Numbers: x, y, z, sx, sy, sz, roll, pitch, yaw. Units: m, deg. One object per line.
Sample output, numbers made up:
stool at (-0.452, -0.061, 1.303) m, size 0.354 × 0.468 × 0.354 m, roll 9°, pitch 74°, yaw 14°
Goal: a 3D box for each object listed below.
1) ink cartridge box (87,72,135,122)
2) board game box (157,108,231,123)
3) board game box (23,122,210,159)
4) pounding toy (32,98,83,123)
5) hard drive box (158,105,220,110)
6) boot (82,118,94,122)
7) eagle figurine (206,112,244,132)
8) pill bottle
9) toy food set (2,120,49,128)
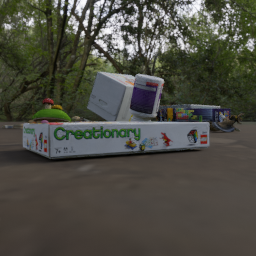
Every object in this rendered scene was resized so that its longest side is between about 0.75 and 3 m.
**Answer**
ink cartridge box at (-0.233, -1.320, 12.237) m, size 1.728 × 1.720 × 2.379 m, roll 31°, pitch 23°, yaw 30°
board game box at (2.468, -0.392, 11.287) m, size 2.311 × 0.793 × 2.796 m, roll -1°, pitch 2°, yaw -2°
board game box at (-0.136, 0.083, 3.047) m, size 1.742 × 0.302 × 1.100 m, roll -1°, pitch 1°, yaw -31°
pounding toy at (-3.177, -0.711, 12.700) m, size 2.205 × 1.023 × 1.702 m, roll 3°, pitch -12°, yaw -14°
hard drive box at (3.437, -0.697, 15.843) m, size 2.953 × 1.134 × 2.302 m, roll -1°, pitch 3°, yaw -44°
boot at (-2.368, -0.318, 17.085) m, size 0.784 × 0.406 × 1.200 m, roll 5°, pitch 8°, yaw -15°
eagle figurine at (2.607, -0.106, 7.643) m, size 0.913 × 0.689 × 0.693 m, roll -29°, pitch -37°, yaw -11°
pill bottle at (0.576, -0.883, 9.531) m, size 0.970 × 1.741 × 0.970 m, roll 10°, pitch 15°, yaw -3°
toy food set at (-3.904, -0.159, 11.410) m, size 1.253 × 0.310 × 1.971 m, roll 1°, pitch 2°, yaw 34°
